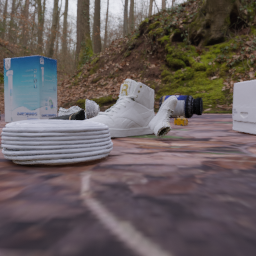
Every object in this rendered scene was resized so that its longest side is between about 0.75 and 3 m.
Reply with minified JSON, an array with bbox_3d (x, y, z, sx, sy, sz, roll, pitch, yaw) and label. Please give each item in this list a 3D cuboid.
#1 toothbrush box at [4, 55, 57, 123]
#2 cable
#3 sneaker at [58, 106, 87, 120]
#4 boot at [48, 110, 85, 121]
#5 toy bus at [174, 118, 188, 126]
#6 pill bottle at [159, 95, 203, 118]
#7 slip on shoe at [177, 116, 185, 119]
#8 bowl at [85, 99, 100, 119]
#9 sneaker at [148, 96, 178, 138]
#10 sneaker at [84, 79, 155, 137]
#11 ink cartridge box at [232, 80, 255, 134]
[{"bbox_3d":[-4.069,-1.535,11.730,1.968,2.689,1.147,1,2,25],"label":"toothbrush box"},{"bbox_3d":[-0.790,0.129,3.250,1.238,0.429,1.238,1,4,15],"label":"cable"},{"bbox_3d":[-2.503,-0.696,13.715,2.152,0.762,0.786,1,4,16],"label":"sneaker"},{"bbox_3d":[-2.065,-0.298,9.511,1.029,0.576,1.488,-5,2,7],"label":"boot"},{"bbox_3d":[1.952,-0.221,10.296,0.308,0.256,0.786,0,3,-18],"label":"toy bus"},{"bbox_3d":[3.838,-1.538,20.226,2.923,1.635,1.635,1,4,22],"label":"pill bottle"},{"bbox_3d":[2.667,-0.459,13.856,0.347,0.276,0.912,-1,4,-8],"label":"slip on shoe"},{"bbox_3d":[-1.298,-0.625,10.487,0.443,0.943,0.943,-4,4,1],"label":"bowl"},{"bbox_3d":[0.725,-0.178,5.135,0.288,0.781,0.451,22,21,-32],"label":"sneaker"},{"bbox_3d":[-0.205,-0.431,5.959,0.785,1.231,2.131,5,8,42],"label":"sneaker"},{"bbox_3d":[3.530,-0.486,6.577,1.693,1.224,1.246,0,4,-7],"label":"ink cartridge box"}]
